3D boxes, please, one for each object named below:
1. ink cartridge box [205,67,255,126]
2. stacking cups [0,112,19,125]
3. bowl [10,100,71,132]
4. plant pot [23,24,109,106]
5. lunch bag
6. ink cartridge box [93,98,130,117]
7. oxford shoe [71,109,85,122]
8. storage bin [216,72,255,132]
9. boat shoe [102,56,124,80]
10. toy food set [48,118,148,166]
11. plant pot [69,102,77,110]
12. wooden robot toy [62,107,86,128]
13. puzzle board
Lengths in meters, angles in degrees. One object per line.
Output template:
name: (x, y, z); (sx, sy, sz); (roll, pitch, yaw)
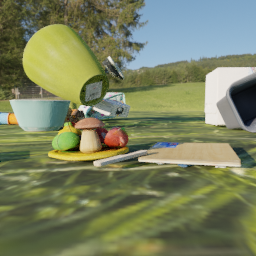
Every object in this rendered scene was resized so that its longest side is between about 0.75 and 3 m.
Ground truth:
ink cartridge box: (4.632, -1.147, 10.811); (2.884, 2.106, 2.116); (0, 3, 4)
stacking cups: (-5.091, -0.343, 11.556); (1.950, 0.590, 0.590); (5, 4, -4)
bowl: (-2.736, -0.403, 8.853); (1.832, 0.958, 1.832); (0, 5, 0)
plant pot: (-2.047, -2.080, 10.535); (2.808, 2.628, 2.628); (41, 28, 31)
lunch bag: (-1.539, -1.140, 15.558); (2.396, 1.461, 2.041); (-19, 15, -23)
ink cartridge box: (-0.690, -0.871, 11.996); (0.960, 0.546, 1.318); (25, 14, 32)
oxford shoe: (-2.341, -0.461, 11.594); (0.638, 0.652, 1.789); (1, 5, 17)
storage bin: (4.136, -0.763, 8.766); (2.485, 1.809, 1.669); (-24, -5, -6)
boat shoe: (-0.476, -1.954, 9.437); (0.343, 0.430, 1.138); (-30, -40, 10)
toy food set: (-0.518, 0.123, 3.990); (0.978, 0.543, 1.663); (-8, 4, -39)
plant pot: (-2.827, -0.784, 13.260); (1.141, 1.049, 1.141); (0, 4, 0)
wooden robot toy: (-2.064, -0.422, 10.166); (0.778, 0.801, 1.765); (3, 6, 37)
puzzle board: (0.922, 0.377, 4.160); (1.226, 0.142, 1.627); (0, 4, 15)
